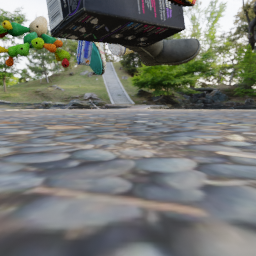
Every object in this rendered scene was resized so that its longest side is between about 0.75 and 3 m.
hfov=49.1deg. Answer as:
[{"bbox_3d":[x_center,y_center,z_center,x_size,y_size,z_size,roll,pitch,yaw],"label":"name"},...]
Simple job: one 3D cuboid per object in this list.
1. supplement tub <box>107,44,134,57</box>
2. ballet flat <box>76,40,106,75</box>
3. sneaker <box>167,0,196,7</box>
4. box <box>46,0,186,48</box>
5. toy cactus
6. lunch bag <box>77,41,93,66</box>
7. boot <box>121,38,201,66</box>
[{"bbox_3d":[0.013,-3.826,12.077,1.621,1.170,1.170,-26,18,-29],"label":"supplement tub"},{"bbox_3d":[-1.565,-3.620,11.693,1.085,2.869,0.917,-16,18,48],"label":"ballet flat"},{"bbox_3d":[0.615,-2.800,5.034,1.617,0.664,0.630,15,11,-29],"label":"sneaker"},{"bbox_3d":[-0.261,-3.097,6.622,2.980,1.821,1.580,-7,0,-39],"label":"box"},{"bbox_3d":[-3.267,-3.073,9.807,2.778,1.420,2.292,12,47,-7],"label":"toy cactus"},{"bbox_3d":[-1.529,-2.993,10.019,0.550,1.456,1.167,6,22,-12],"label":"lunch bag"},{"bbox_3d":[0.983,-3.101,9.798,2.659,1.061,2.925,-10,-18,23],"label":"boot"}]
